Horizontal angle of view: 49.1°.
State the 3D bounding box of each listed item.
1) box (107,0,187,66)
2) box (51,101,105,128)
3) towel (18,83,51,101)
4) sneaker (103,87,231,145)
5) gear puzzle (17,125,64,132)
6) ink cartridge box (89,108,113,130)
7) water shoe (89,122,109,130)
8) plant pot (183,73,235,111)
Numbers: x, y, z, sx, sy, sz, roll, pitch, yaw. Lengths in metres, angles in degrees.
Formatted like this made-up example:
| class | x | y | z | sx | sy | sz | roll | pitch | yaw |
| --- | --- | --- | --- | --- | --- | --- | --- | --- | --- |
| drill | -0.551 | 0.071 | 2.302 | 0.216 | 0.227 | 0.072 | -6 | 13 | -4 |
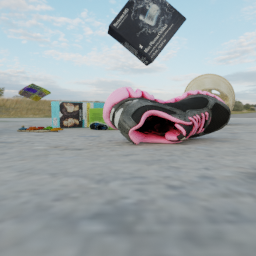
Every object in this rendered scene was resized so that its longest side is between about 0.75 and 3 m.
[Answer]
| class | x | y | z | sx | sy | sz | roll | pitch | yaw |
| --- | --- | --- | --- | --- | --- | --- | --- | --- | --- |
| box | 0.528 | -3.050 | 8.395 | 1.665 | 1.638 | 0.978 | 38 | 1 | -8 |
| box | -1.877 | -0.555 | 11.701 | 2.593 | 1.067 | 0.637 | -3 | 4 | -42 |
| towel | -4.221 | -1.578 | 12.636 | 1.024 | 0.162 | 1.425 | 24 | -27 | -39 |
| sneaker | 0.985 | -0.097 | 5.459 | 2.807 | 1.109 | 1.339 | -2 | 25 | -22 |
| gear puzzle | -2.721 | 0.015 | 8.828 | 1.516 | 0.198 | 0.785 | 1 | 3 | 25 |
| ink cartridge box | -0.297 | -0.361 | 10.717 | 1.542 | 0.790 | 2.087 | 1 | 1 | 24 |
| water shoe | -1.051 | -0.058 | 9.717 | 0.753 | 0.269 | 0.297 | 0 | 5 | 22 |
| plant pot | 4.224 | -1.312 | 14.579 | 2.858 | 2.858 | 2.616 | 1 | 15 | 14 |
